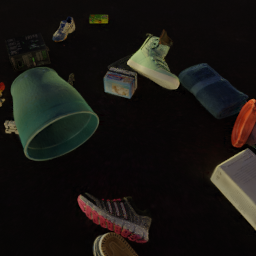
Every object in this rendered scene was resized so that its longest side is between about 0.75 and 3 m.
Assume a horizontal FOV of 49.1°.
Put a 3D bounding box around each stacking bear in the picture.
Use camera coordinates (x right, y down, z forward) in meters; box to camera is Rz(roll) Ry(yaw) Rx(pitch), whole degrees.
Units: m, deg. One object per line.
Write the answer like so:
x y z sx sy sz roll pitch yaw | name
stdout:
5.104 0.242 9.386 2.726 1.655 1.550 21 13 8 | stacking bear

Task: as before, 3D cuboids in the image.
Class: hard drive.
-0.024 -2.716 12.579 1.537 0.325 1.037 -32 60 -23 | hard drive

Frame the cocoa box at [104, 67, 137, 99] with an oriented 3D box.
-0.309 -1.863 11.571 1.194 0.796 0.784 17 52 14 | cocoa box

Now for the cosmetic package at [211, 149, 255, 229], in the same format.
3.895 2.006 8.177 1.363 0.992 2.680 -24 56 -19 | cosmetic package

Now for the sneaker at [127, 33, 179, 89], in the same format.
1.250 -2.700 10.837 1.748 1.090 2.963 -54 43 7 | sneaker

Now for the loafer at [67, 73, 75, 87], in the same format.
-2.422 -2.021 12.077 0.283 0.306 0.813 11 55 -4 | loafer

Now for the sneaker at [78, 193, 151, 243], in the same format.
-0.321 2.338 7.999 2.271 0.838 0.994 23 52 13 | sneaker

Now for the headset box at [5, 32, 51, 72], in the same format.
-4.591 -3.571 13.003 1.793 0.832 1.561 -18 51 -15 | headset box

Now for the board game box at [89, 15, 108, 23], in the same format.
-1.615 -6.038 15.502 0.999 0.238 0.508 0 50 0 | board game box

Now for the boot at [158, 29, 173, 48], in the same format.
1.418 -3.215 10.096 0.541 1.116 0.417 23 94 1 | boot

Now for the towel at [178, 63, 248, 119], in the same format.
3.388 -1.609 11.436 1.560 0.678 2.795 -22 53 -17 | towel

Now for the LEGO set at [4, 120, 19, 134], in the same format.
-3.351 -0.319 10.178 2.237 0.918 0.853 4 49 4 | LEGO set

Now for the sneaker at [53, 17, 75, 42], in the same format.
-3.361 -5.096 14.371 0.638 0.747 1.695 19 53 14 | sneaker

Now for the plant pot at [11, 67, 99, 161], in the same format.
-2.474 -0.573 8.703 2.372 2.372 2.228 -26 69 -20 | plant pot

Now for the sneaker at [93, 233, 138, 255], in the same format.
-0.046 3.586 7.051 0.792 1.226 2.260 -36 88 -30 | sneaker

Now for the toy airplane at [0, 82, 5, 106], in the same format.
-5.423 -1.360 11.326 0.980 0.694 0.984 4 85 17 | toy airplane
